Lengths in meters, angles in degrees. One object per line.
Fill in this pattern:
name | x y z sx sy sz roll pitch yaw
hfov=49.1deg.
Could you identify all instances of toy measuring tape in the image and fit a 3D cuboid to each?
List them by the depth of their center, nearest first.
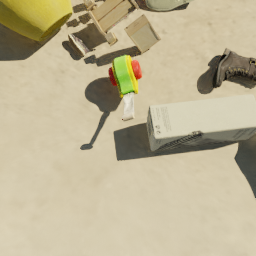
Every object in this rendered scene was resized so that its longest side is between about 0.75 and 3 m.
toy measuring tape | -0.091 -1.228 7.290 0.945 0.945 2.569 1 37 1

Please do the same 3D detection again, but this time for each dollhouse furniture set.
dollhouse furniture set | -0.312 -3.462 8.599 1.334 1.139 2.573 -35 68 13

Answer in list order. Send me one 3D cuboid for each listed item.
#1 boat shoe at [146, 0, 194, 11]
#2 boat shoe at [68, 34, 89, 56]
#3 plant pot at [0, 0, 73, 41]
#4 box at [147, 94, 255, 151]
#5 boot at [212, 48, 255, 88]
boat shoe | 1.456 -4.334 9.297 1.792 0.643 0.606 -12 31 2
boat shoe | -1.528 -2.582 8.622 0.292 0.324 0.902 -31 68 -21
plant pot | -2.715 -3.700 8.117 2.631 2.631 1.867 -45 105 -16
box | 1.872 -0.118 7.244 2.689 1.105 0.920 -7 69 -1
boot | 3.300 -1.619 8.132 1.385 0.551 1.590 23 68 10
